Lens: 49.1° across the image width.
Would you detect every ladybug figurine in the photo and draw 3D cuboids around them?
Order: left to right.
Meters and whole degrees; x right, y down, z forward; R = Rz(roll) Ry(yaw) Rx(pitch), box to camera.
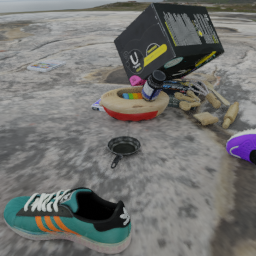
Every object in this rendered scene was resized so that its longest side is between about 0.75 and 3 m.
[{"bbox_3d":[0.197,-0.757,9.147,2.284,0.821,1.550,-2,30,-7],"label":"ladybug figurine"}]

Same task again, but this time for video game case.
[{"bbox_3d":[-4.235,-3.285,14.704,1.214,0.153,1.696,13,30,22],"label":"video game case"}]

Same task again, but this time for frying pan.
[{"bbox_3d":[-0.063,0.627,7.183,0.892,0.240,1.474,-5,30,-7],"label":"frying pan"}]

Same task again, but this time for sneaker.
[{"bbox_3d":[-1.098,1.413,4.897,2.393,0.956,0.854,6,28,12],"label":"sneaker"},{"bbox_3d":[3.365,0.723,6.403,2.301,0.800,1.144,4,50,32],"label":"sneaker"}]

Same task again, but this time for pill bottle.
[{"bbox_3d":[0.758,-1.235,8.239,0.516,0.922,0.516,9,55,-13],"label":"pill bottle"}]

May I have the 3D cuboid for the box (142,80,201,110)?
[{"bbox_3d":[1.623,-1.356,10.649,2.118,0.487,1.683,9,30,17],"label":"box"}]

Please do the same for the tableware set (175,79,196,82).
[{"bbox_3d":[2.335,-1.836,11.792,1.190,0.138,0.994,0,33,12],"label":"tableware set"}]

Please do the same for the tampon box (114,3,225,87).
[{"bbox_3d":[1.406,-2.753,9.464,2.824,1.783,2.117,-18,-7,-40],"label":"tampon box"}]

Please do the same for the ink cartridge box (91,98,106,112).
[{"bbox_3d":[-0.752,-0.828,9.991,0.822,0.180,0.830,10,32,19],"label":"ink cartridge box"}]

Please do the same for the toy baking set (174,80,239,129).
[{"bbox_3d":[2.751,-0.958,9.419,2.067,0.313,2.693,33,42,18],"label":"toy baking set"}]
